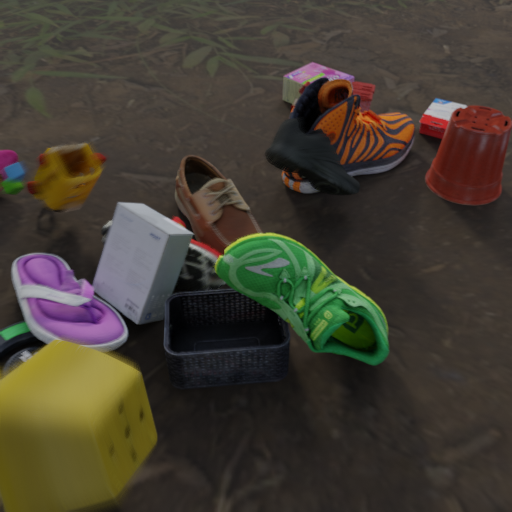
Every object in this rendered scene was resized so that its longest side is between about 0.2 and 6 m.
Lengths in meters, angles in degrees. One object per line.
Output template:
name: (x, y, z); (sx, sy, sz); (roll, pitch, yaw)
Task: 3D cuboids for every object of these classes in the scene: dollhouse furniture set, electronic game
dollhouse furniture set: (1.748, -3.519, 13.170); (1.936, 1.042, 0.787); (12, 43, 13)
electronic game: (-3.174, 1.608, 7.885); (1.913, 0.398, 1.913); (0, 41, 0)

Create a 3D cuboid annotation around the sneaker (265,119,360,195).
sneaker: (1.185, -1.778, 10.279); (0.794, 2.090, 0.949); (5, 73, 56)

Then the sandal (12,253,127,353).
sandal: (-3.011, 0.546, 8.503); (1.197, 0.723, 2.941); (-18, 36, -39)

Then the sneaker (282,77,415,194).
sneaker: (2.088, -2.729, 11.545); (3.575, 2.003, 1.387); (-28, 49, -28)

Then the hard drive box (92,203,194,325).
hard drive box: (-1.789, 0.100, 8.683); (1.184, 1.520, 0.584); (31, 19, 28)

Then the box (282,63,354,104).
box: (1.571, -4.267, 14.287); (1.377, 0.666, 1.211); (33, 51, 30)

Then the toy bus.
toy bus: (-3.497, -1.254, 10.191); (1.637, 1.735, 0.897); (-31, 79, 2)

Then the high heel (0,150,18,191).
high heel: (-5.192, -1.149, 10.579); (1.169, 0.821, 2.437); (14, 48, 30)

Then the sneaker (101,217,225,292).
sneaker: (-1.452, -0.245, 9.559); (2.546, 0.980, 1.081); (21, 41, 24)

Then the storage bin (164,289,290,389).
storage bin: (-0.424, 1.167, 8.087); (1.720, 0.806, 1.163); (-3, 42, -5)

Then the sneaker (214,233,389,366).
sneaker: (0.762, 0.597, 7.649); (2.788, 1.033, 1.165); (28, 16, -15)

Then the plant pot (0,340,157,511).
plant pot: (-1.930, 1.871, 6.131); (1.263, 1.432, 1.432); (-2, 20, 21)

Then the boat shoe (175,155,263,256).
boat shoe: (-0.735, -0.860, 10.152); (1.104, 1.047, 2.916); (-24, 47, -23)

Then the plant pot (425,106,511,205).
plant pot: (4.303, -2.069, 11.191); (1.542, 1.500, 1.542); (0, 42, 0)

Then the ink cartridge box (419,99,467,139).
ink cartridge box: (4.368, -3.164, 13.204); (0.787, 0.455, 1.354); (22, 46, 23)
